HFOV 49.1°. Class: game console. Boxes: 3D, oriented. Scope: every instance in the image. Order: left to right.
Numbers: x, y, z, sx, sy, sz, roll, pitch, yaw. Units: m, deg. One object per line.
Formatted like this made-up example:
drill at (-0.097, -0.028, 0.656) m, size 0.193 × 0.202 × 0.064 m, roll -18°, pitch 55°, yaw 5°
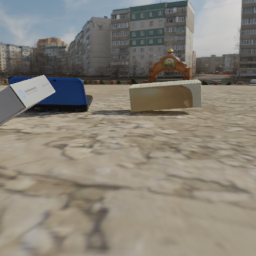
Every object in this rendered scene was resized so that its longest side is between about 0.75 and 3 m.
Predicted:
game console at (-2.766, -1.463, 10.607) m, size 2.604 × 1.541 × 2.223 m, roll 2°, pitch 25°, yaw 1°

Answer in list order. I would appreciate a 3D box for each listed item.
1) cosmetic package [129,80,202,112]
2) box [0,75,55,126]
cosmetic package at (1.386, -1.222, 10.460) m, size 2.556 × 0.909 × 1.345 m, roll -3°, pitch 14°, yaw 10°
box at (-1.928, -0.116, 3.876) m, size 1.669 × 0.344 × 1.301 m, roll -31°, pitch 13°, yaw 9°
